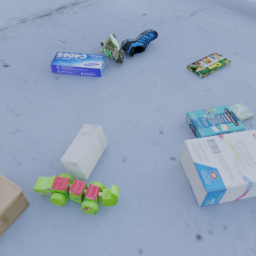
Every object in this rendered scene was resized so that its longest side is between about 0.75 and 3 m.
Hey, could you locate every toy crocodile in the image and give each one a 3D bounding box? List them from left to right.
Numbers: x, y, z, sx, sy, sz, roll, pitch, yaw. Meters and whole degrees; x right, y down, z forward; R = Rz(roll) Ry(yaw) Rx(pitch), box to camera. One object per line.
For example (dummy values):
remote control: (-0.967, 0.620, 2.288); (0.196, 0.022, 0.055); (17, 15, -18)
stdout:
toy crocodile: (-1.682, 2.038, 9.112); (2.872, 0.887, 0.969); (11, 48, 10)

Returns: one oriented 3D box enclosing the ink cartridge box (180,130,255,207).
ink cartridge box: (3.506, 1.313, 9.546); (2.847, 1.205, 2.058); (-9, 49, -7)

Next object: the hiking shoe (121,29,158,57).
hiking shoe: (0.791, -4.575, 15.381); (2.346, 0.873, 1.017); (-30, 66, -16)

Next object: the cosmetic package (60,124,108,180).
cosmetic package: (-1.516, 0.826, 10.087); (0.778, 0.987, 1.835); (6, 45, 26)

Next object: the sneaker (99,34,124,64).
sneaker: (-0.929, -4.054, 14.898); (1.097, 0.952, 2.476); (-20, 44, 1)

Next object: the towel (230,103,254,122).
towel: (4.873, -0.688, 12.089); (0.776, 0.218, 0.907); (-18, 49, -17)

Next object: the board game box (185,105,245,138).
board game box: (3.530, -0.175, 11.452); (1.896, 0.445, 1.431); (-11, 48, -10)

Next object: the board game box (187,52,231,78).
board game box: (4.199, -3.278, 14.480); (2.103, 0.247, 1.102); (-29, 55, -24)

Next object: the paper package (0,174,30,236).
paper package: (-4.439, 2.432, 8.665); (1.860, 1.010, 1.952); (26, 53, 22)

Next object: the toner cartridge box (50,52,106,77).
toner cartridge box: (-2.505, -3.259, 14.231); (2.551, 0.551, 1.212); (5, 47, 5)
